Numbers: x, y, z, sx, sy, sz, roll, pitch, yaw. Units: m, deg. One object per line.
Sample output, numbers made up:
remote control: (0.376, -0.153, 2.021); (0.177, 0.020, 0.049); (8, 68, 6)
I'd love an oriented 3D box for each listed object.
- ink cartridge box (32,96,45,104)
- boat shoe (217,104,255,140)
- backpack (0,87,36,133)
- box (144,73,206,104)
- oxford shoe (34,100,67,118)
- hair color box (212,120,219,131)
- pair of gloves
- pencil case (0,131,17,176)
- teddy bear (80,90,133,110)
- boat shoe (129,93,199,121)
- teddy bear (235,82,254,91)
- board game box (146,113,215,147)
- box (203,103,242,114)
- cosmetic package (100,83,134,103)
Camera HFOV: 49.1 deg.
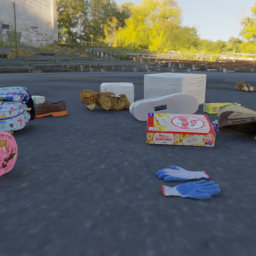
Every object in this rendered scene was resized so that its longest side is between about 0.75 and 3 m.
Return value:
ink cartridge box: (-5.117, -1.557, 15.486); (0.849, 0.357, 0.619); (10, 17, 34)
boat shoe: (4.078, 0.035, 8.451); (2.729, 0.984, 0.982); (14, 50, 11)
backpack: (-4.202, -0.559, 9.508); (1.743, 1.284, 1.909); (-2, 23, -2)
box: (2.517, -2.082, 15.033); (2.435, 1.600, 2.448); (12, 19, 40)
oxford shoe: (-3.631, -0.849, 11.961); (1.947, 0.706, 0.693); (-6, 15, -23)
hair color box: (3.404, -0.046, 9.653); (0.914, 0.296, 0.500); (8, 17, 34)
pair of gloves: (1.150, 1.047, 5.602); (1.110, 0.157, 1.380); (0, 15, -1)
pencil case: (-3.630, 0.456, 6.201); (2.304, 0.954, 0.997); (6, 33, 21)
teddy bear: (-0.980, -1.226, 13.522); (2.666, 0.890, 1.933); (-2, 24, -31)
boat shoe: (1.479, -0.916, 11.773); (2.952, 1.047, 1.030); (-11, 19, -14)
teddy bear: (8.841, -3.053, 21.315); (1.206, 0.555, 1.663); (-13, 25, -19)
board game box: (1.540, 0.018, 8.573); (1.924, 0.446, 1.458); (2, 24, 4)
box: (4.344, -0.925, 12.864); (1.636, 0.410, 0.616); (-3, 14, -11)
cosmetic package: (-0.580, -1.880, 15.312); (1.761, 1.083, 1.756); (1, 14, -2)
